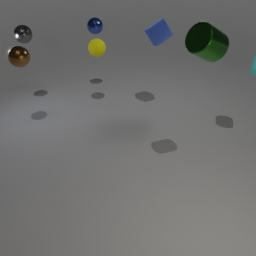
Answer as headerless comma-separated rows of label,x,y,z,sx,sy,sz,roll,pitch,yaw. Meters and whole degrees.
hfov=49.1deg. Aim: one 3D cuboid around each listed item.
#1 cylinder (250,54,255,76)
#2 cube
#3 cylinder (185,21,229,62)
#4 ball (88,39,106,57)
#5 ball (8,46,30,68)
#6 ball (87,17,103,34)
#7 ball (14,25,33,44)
cylinder,4.348,-2.057,8.913,0.700,0.700,0.700,18,-2,1
cube,1.155,-3.587,10.529,0.700,0.700,0.700,-35,16,2
cylinder,1.737,-1.880,6.167,0.700,0.700,0.700,9,21,-41
ball,-1.248,-3.227,11.259,0.700,0.700,0.700,0,33,0
ball,-3.609,-2.362,9.289,0.700,0.700,0.700,0,33,0
ball,-1.449,-4.492,12.322,0.700,0.700,0.700,0,33,0
ball,-4.114,-3.676,10.989,0.700,0.700,0.700,0,33,0
